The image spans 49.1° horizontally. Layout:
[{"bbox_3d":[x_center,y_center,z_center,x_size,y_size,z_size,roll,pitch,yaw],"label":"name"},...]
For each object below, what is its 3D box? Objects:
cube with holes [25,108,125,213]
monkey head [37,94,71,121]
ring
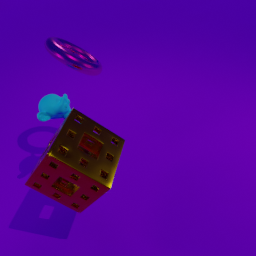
[{"bbox_3d":[-0.897,0.588,4.902,1.100,1.100,1.100,33,42,-14],"label":"cube with holes"},{"bbox_3d":[-1.551,-0.356,6.051,0.645,0.770,1.070,-15,22,6],"label":"monkey head"},{"bbox_3d":[-1.202,-1.612,6.297,1.389,0.278,1.389,28,19,-11],"label":"ring"}]
